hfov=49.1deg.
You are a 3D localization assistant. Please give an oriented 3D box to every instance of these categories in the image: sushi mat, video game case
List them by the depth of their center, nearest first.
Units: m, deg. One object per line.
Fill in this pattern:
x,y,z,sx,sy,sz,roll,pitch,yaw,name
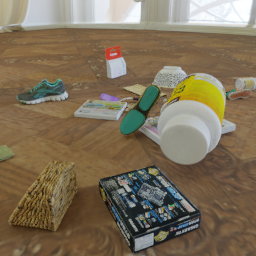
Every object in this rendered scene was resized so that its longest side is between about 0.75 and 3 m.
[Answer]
1.905,-0.083,9.598,2.790,0.251,1.998,-12,25,-23,video game case
-1.050,-0.742,11.160,1.711,0.196,1.557,5,26,12,video game case
0.772,-1.729,13.270,0.993,0.126,2.075,-21,33,-34,sushi mat

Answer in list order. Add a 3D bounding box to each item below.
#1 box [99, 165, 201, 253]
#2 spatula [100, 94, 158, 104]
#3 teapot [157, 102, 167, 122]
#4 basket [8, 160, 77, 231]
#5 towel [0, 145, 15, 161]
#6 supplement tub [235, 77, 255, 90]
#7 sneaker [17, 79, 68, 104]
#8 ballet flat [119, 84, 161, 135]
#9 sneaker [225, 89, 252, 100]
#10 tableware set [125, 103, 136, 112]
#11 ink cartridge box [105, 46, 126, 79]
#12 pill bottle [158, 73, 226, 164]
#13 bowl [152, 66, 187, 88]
0.379,1.593,6.040,1.519,0.440,1.911,-11,28,-22,box
0.038,-1.216,12.060,2.481,0.255,0.701,4,27,7,spatula
1.377,-0.539,9.581,0.771,0.761,0.563,-1,-1,-39,teapot
-1.816,1.298,5.982,1.074,1.029,1.441,6,26,9,basket
-3.824,0.788,8.023,0.941,0.172,0.698,-20,33,-37,towel
5.704,-2.106,13.455,0.873,0.635,0.635,-6,27,-13,supplement tub
-3.725,-1.647,12.123,2.129,0.971,0.826,-11,28,-21,sneaker
0.436,-0.565,9.056,0.679,1.922,0.679,33,14,-9,ballet flat
4.955,-1.583,12.592,1.243,0.444,0.497,-9,32,-15,sneaker
0.393,-0.787,11.310,0.965,0.134,1.155,4,26,9,tableware set
-0.661,-3.662,15.567,0.453,1.587,1.290,20,32,35,ink cartridge box
1.758,-0.307,7.628,1.592,1.592,2.915,9,32,18,pill bottle
1.575,-1.871,10.102,1.379,0.647,1.379,1,17,0,bowl
